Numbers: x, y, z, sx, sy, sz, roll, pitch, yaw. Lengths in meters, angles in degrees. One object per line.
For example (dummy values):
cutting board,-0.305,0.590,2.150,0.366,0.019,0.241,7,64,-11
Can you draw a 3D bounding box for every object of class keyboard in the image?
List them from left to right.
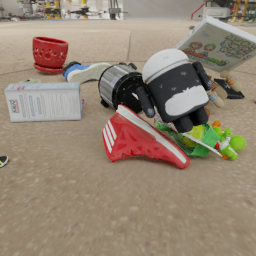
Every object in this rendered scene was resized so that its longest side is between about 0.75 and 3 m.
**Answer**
keyboard,4.995,-2.141,14.939,1.759,0.285,2.767,8,27,1

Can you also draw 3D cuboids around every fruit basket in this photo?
fruit basket,1.488,-0.083,8.974,2.636,1.236,2.441,19,19,-27

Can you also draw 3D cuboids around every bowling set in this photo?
bowling set,3.349,-1.364,11.761,1.720,1.327,2.472,-47,4,-27

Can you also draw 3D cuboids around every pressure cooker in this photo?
pressure cooker,-0.228,-1.798,12.372,1.966,1.997,2.236,-17,32,-24

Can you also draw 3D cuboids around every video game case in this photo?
video game case,3.267,-2.894,10.299,2.599,0.308,2.366,15,-18,-17

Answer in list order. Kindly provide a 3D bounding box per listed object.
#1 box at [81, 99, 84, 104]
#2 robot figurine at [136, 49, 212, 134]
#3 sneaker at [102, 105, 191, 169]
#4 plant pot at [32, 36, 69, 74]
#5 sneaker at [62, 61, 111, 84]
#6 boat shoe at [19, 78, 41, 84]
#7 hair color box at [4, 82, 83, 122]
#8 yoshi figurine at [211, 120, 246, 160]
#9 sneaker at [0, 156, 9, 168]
box,-2.667,-1.208,13.182,1.030,0.201,0.705,8,28,15
robot figurine,1.206,-0.931,7.093,1.316,2.108,1.584,-28,-4,42
sneaker,0.417,0.708,8.862,2.883,1.666,1.130,39,3,15
plant pot,-4.882,-4.521,17.431,2.151,1.959,2.151,11,20,-4
sneaker,-2.439,-3.405,16.457,2.882,1.106,1.603,-23,43,-26
boat shoe,-5.361,-2.474,15.367,0.528,0.455,1.466,12,30,22
hair color box,-3.396,-1.075,11.583,2.875,1.423,0.872,-2,27,-4
yoshi figurine,3.394,0.377,9.387,0.951,0.947,1.691,4,30,-7
sneaker,-4.268,1.022,8.531,1.198,0.496,0.430,-19,33,-32
